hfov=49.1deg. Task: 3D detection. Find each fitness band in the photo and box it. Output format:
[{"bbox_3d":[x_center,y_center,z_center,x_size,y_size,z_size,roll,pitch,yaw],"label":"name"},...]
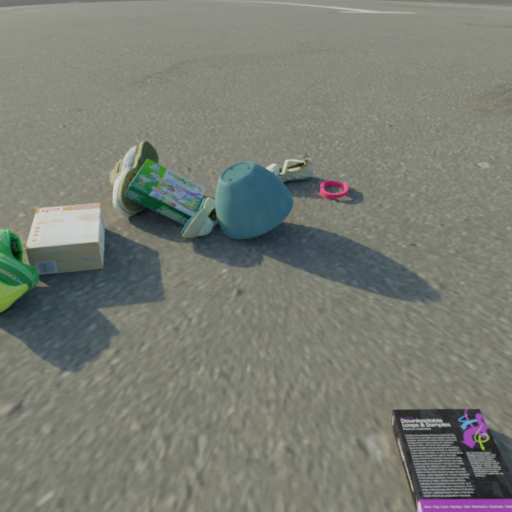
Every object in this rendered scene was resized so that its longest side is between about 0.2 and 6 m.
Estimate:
[{"bbox_3d":[1.863,-1.589,13.360,0.649,0.169,0.903,1,30,3],"label":"fitness band"}]

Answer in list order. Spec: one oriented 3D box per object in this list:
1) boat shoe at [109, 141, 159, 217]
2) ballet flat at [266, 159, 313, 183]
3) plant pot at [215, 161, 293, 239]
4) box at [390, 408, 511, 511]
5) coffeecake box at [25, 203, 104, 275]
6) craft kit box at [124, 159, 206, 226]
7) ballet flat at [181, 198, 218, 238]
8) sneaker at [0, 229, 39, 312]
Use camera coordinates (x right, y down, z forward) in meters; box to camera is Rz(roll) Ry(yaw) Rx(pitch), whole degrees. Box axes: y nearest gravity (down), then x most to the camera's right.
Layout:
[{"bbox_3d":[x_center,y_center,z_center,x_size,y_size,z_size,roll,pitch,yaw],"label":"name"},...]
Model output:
[{"bbox_3d":[-2.898,-1.683,12.945,0.829,0.906,2.423,-22,35,23],"label":"boat shoe"},{"bbox_3d":[0.605,-2.078,13.798,1.760,0.549,0.594,-15,34,-23],"label":"ballet flat"},{"bbox_3d":[-0.184,-1.270,11.411,1.622,1.093,1.622,-18,35,13],"label":"plant pot"},{"bbox_3d":[2.316,2.461,6.572,1.144,0.289,1.600,0,33,-1],"label":"box"},{"bbox_3d":[-3.651,-0.362,10.897,1.285,0.612,1.674,-6,32,-10],"label":"coffeecake box"},{"bbox_3d":[-1.944,-1.397,12.285,1.513,0.367,1.494,26,28,-11],"label":"craft kit box"},{"bbox_3d":[-1.074,-0.751,11.680,0.571,0.571,1.643,6,30,10],"label":"ballet flat"},{"bbox_3d":[-4.865,-0.006,9.983,1.228,1.088,2.938,-28,50,-37],"label":"sneaker"}]
